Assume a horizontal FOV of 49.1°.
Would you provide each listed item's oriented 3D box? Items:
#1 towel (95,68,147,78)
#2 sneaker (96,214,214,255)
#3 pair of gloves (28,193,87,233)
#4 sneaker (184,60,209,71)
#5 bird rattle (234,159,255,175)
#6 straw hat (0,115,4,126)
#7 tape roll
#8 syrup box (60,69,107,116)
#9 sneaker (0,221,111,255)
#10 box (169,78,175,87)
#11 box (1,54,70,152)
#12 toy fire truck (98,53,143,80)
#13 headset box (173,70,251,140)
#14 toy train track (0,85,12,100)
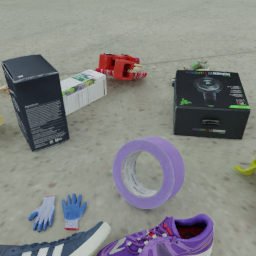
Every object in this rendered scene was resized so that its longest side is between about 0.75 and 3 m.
[{"bbox_3d":[-0.308,-2.370,12.130,2.166,0.244,1.567,3,7,-1],"label":"towel"},{"bbox_3d":[0.545,2.212,5.533,2.503,1.044,1.009,-13,36,-16],"label":"sneaker"},{"bbox_3d":[-1.657,1.984,6.642,1.310,0.149,1.053,0,35,-2],"label":"pair of gloves"},{"bbox_3d":[3.294,-3.019,13.434,1.288,0.571,0.495,-6,35,-8],"label":"sneaker"},{"bbox_3d":[3.811,1.279,6.643,2.053,1.419,2.518,5,33,-15],"label":"bird rattle"},{"bbox_3d":[-4.593,0.089,8.960,1.421,0.601,1.421,-1,31,1],"label":"straw hat"},{"bbox_3d":[0.469,1.020,6.571,1.596,1.596,0.678,22,15,28],"label":"tape roll"},{"bbox_3d":[-1.958,-1.396,10.777,0.929,0.961,2.359,26,43,32],"label":"syrup box"},{"bbox_3d":[-1.665,2.382,5.045,2.916,1.093,1.232,-29,63,-35],"label":"sneaker"},{"bbox_3d":[2.575,-1.834,12.017,0.917,0.245,1.514,-24,43,-31],"label":"box"},{"bbox_3d":[-2.821,-0.804,8.646,1.255,2.406,1.780,-19,39,-25],"label":"box"},{"bbox_3d":[-0.120,-2.720,12.184,2.070,0.716,2.936,22,23,31],"label":"toy fire truck"},{"bbox_3d":[2.702,-0.820,9.589,2.268,1.208,2.605,5,40,8],"label":"headset box"},{"bbox_3d":[-4.076,-1.716,11.710,2.611,0.425,1.498,-1,35,-2],"label":"toy train track"}]
